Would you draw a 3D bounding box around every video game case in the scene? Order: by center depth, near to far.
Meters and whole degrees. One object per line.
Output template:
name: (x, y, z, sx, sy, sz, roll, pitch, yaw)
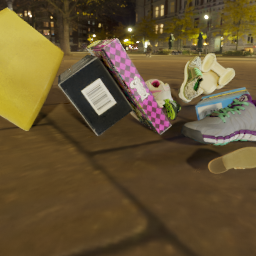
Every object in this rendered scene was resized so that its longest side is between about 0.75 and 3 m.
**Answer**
video game case: (-0.056, -1.160, 7.391, 0.447, 2.496, 2.263, -37, 22, -4)

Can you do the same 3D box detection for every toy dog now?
toy dog: (3.428, -2.117, 12.379, 1.442, 2.004, 2.067, 27, 5, -5)

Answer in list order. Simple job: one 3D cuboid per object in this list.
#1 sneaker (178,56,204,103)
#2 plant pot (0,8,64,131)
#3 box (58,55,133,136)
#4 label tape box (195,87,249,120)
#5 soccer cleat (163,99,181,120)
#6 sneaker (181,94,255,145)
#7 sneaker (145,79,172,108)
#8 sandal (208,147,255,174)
sneaker: (2.406, -1.743, 9.806, 0.691, 1.797, 0.796, 25, -17, -30)
plant pot: (-3.144, -1.768, 7.708, 2.503, 2.208, 2.503, 37, 3, -23)
box: (-0.949, -0.973, 7.454, 1.130, 1.566, 2.110, -36, 20, -2)
label tape box: (2.751, -0.642, 7.996, 1.368, 0.600, 1.897, -11, 8, 22)
soccer cleat: (1.231, -0.519, 7.509, 0.441, 0.368, 1.089, 6, 26, -6)
sneaker: (2.064, -0.256, 5.882, 2.327, 1.019, 0.866, -2, 18, -35)
sneaker: (0.896, -1.391, 10.439, 0.846, 0.917, 2.079, -16, 23, -37)
sandal: (1.727, 0.511, 4.509, 0.915, 0.335, 0.301, -15, -3, 3)
